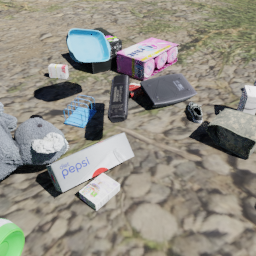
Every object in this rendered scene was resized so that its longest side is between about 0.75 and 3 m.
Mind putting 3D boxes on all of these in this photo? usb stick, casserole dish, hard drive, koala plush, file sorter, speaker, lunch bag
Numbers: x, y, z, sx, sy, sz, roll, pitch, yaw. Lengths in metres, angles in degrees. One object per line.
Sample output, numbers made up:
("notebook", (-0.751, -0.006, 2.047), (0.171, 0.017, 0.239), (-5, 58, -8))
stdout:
("usb stick", (-0.270, -0.978, 8.756), (0.613, 0.360, 2.209), (-4, 42, 6))
("casserole dish", (-1.371, -2.739, 9.508), (0.365, 1.140, 1.883), (-15, 2, 42))
("hard drive", (1.542, -1.444, 10.819), (1.964, 0.416, 1.325), (-16, 58, -24))
("koala plush", (-2.775, 0.444, 7.445), (2.354, 2.087, 2.163), (1, 78, -10))
("file sorter", (-1.676, -0.616, 9.819), (0.738, 0.653, 1.064), (13, 39, 15))
("speaker", (-3.552, 2.145, 5.753), (2.690, 1.190, 1.190), (12, 39, 16))
("lunch bag", (3.338, 0.072, 8.714), (1.530, 0.900, 1.255), (30, 46, 27))

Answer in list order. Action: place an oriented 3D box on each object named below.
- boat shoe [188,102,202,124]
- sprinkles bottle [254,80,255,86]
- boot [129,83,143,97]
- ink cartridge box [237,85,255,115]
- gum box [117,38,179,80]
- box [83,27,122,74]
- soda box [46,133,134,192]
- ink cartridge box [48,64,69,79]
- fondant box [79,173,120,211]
("boat shoe", (2.430, -0.656, 10.071), (0.434, 0.401, 1.175), (2, 37, 3))
("sprinkles bottle", (5.528, -1.129, 10.351), (0.810, 0.810, 2.375), (-2, 37, -3))
("boot", (0.464, -1.433, 11.152), (1.070, 0.387, 0.772), (7, 41, 16))
("ink cartridge box", (4.171, -0.828, 9.734), (0.458, 1.081, 0.787), (6, 38, 8))
("gum box", (0.997, -3.325, 13.124), (1.596, 0.930, 2.812), (26, 44, 32))
("box", (-1.444, -3.742, 13.350), (1.596, 1.336, 2.149), (-19, 41, -23))
("soda box", (-0.980, 0.893, 7.543), (2.221, 0.758, 0.705), (-23, 2, -28))
("ink cartridge box", (-3.064, -2.500, 12.360), (0.777, 0.564, 0.324), (6, 36, 8))
("fondant box", (-0.722, 1.617, 7.205), (0.631, 0.255, 0.875), (28, 44, 31))
